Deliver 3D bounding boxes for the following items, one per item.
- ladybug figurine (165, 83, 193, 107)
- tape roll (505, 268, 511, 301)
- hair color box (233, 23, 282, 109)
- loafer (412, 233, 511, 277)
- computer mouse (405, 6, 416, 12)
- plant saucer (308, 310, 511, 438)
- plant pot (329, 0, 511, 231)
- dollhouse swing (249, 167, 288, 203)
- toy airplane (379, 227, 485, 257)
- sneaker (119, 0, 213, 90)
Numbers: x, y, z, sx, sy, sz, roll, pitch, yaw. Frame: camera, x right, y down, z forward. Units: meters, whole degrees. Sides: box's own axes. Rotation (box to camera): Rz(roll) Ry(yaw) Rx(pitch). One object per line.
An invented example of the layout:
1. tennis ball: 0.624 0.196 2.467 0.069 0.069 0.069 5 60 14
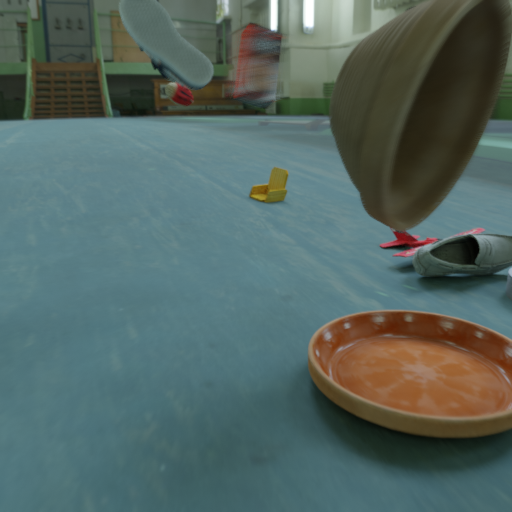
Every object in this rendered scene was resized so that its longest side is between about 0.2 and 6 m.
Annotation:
1. ladybug figurine: -2.074 -4.439 15.382 0.870 0.590 0.313 18 -13 -36
2. tape roll: 4.741 0.520 9.099 1.233 0.407 1.233 0 17 0
3. hair color box: 0.033 -3.565 10.534 0.716 1.410 0.432 11 -13 -22
4. loafer: 3.901 -0.037 10.025 2.154 0.753 0.752 -10 -17 -9
5. computer mouse: 2.881 -4.356 10.922 0.797 1.151 0.303 39 -3 37
6. plant saucer: 1.914 1.332 6.605 2.609 0.421 2.609 0 19 0
7. plant pot: 1.837 -1.871 6.939 1.331 2.883 2.883 30 31 30
8. dollhouse swing: 0.367 -2.107 16.444 0.904 0.875 0.995 -10 21 -28
9. toy airplane: 3.433 -0.231 11.387 2.287 0.421 2.287 -5 20 2
10. sneaker: -1.533 -3.448 9.239 0.723 1.843 0.732 -47 12 -11
